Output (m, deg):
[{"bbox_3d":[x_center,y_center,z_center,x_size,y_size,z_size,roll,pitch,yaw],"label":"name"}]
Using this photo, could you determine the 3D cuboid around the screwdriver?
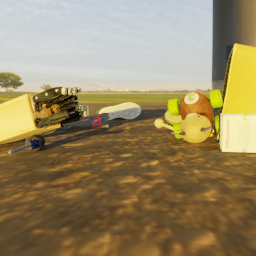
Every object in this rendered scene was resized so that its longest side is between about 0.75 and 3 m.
[{"bbox_3d":[-2.027,0.356,5.508,0.403,0.387,2.772,0,1,-4],"label":"screwdriver"}]

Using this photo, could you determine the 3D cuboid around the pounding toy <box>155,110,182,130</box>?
[{"bbox_3d":[1.733,-0.134,9.570,1.438,0.667,1.110,-28,34,-28],"label":"pounding toy"}]

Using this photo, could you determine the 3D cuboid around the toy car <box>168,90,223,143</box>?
[{"bbox_3d":[1.733,-0.177,7.352,1.443,1.386,1.756,-10,12,24],"label":"toy car"}]

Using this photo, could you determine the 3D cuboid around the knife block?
[{"bbox_3d":[-2.232,-0.269,6.186,2.484,0.795,2.181,-13,-4,-20],"label":"knife block"}]

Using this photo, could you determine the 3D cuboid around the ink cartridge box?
[{"bbox_3d":[2.735,0.089,6.488,1.163,0.845,0.841,2,7,13],"label":"ink cartridge box"}]

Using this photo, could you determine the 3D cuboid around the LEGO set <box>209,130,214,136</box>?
[{"bbox_3d":[2.468,0.069,8.941,0.348,0.323,0.848,-3,19,5],"label":"LEGO set"}]

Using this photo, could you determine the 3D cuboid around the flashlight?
[{"bbox_3d":[-1.666,-0.268,10.591,1.878,0.638,0.636,0,6,-4],"label":"flashlight"}]

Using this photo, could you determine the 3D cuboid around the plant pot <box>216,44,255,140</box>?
[{"bbox_3d":[4.111,-0.851,8.113,2.612,2.554,2.537,9,9,15],"label":"plant pot"}]

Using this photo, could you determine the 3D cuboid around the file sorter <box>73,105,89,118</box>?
[{"bbox_3d":[-2.675,-0.702,13.502,1.349,0.828,0.936,2,6,21],"label":"file sorter"}]

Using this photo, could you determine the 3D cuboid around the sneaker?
[{"bbox_3d":[-0.618,-0.940,15.024,2.593,0.917,1.286,-9,15,-32],"label":"sneaker"}]
